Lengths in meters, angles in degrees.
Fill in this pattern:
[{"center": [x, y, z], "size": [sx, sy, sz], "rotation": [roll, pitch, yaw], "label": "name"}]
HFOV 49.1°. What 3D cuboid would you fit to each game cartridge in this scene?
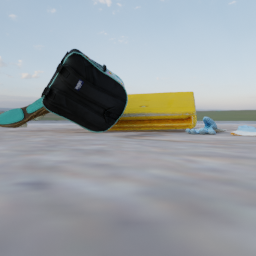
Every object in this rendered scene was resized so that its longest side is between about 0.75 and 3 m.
[{"center": [0.438, -0.431, 6.148], "size": [2.037, 0.375, 2.311], "rotation": [-1, 15, 13], "label": "game cartridge"}]

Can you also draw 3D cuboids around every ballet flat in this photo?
[{"center": [-1.923, -0.240, 5.386], "size": [1.153, 0.391, 0.417], "rotation": [-27, -33, -5], "label": "ballet flat"}]

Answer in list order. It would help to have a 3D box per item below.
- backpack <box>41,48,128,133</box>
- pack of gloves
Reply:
[{"center": [-0.648, -0.576, 4.675], "size": [1.250, 1.099, 0.958], "rotation": [31, 12, -13], "label": "backpack"}, {"center": [1.638, -0.049, 4.576], "size": [1.193, 0.280, 1.420], "rotation": [0, 2, 25], "label": "pack of gloves"}]
